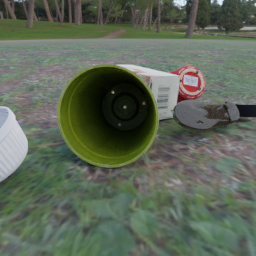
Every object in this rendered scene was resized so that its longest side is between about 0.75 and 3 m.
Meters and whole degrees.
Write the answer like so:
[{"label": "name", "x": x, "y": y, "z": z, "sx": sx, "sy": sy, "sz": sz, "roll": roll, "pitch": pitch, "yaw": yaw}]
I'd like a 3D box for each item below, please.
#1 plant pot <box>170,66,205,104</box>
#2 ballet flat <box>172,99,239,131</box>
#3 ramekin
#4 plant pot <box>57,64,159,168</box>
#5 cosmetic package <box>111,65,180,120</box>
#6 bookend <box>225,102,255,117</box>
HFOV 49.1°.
[{"label": "plant pot", "x": 1.832, "y": -1.360, "z": 9.267, "sx": 1.245, "sy": 1.245, "sz": 1.134, "roll": -6, "pitch": -2, "yaw": -15}, {"label": "ballet flat", "x": 2.043, "y": -0.321, "z": 7.463, "sx": 2.519, "sy": 0.849, "sz": 0.584, "roll": -7, "pitch": -13, "yaw": -37}, {"label": "ramekin", "x": -2.563, "y": 0.385, "z": 5.058, "sx": 1.524, "sy": 0.800, "sz": 1.524, "roll": -18, "pitch": 36, "yaw": 13}, {"label": "plant pot", "x": -0.242, "y": -0.377, "z": 6.525, "sx": 2.084, "sy": 2.084, "sz": 2.006, "roll": 4, "pitch": 11, "yaw": 10}, {"label": "cosmetic package", "x": 0.343, "y": -1.262, "z": 9.208, "sx": 1.158, "sy": 1.371, "sz": 2.653, "roll": -7, "pitch": 20, "yaw": -31}, {"label": "bookend", "x": 3.489, "y": -0.578, "z": 8.660, "sx": 0.832, "sy": 0.383, "sz": 0.827, "roll": 2, "pitch": 11, "yaw": 8}]
